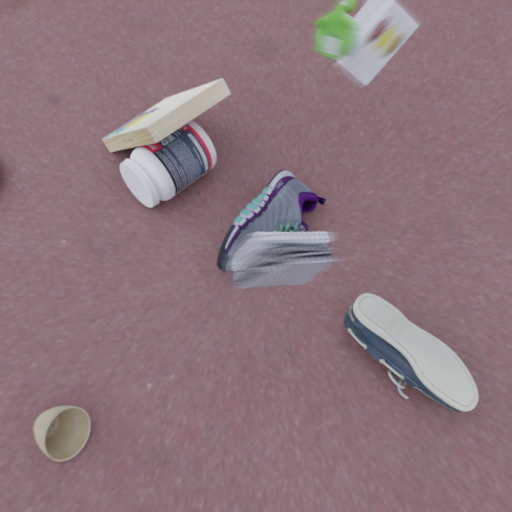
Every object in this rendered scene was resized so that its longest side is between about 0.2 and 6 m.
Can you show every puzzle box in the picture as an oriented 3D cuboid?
[{"bbox_3d":[-2.014,-2.958,12.013,1.961,0.375,2.948,-40,24,-21],"label":"puzzle box"}]

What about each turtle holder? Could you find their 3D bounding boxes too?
[{"bbox_3d":[1.405,-3.831,9.570,0.712,0.665,0.937,-11,93,37],"label":"turtle holder"}]

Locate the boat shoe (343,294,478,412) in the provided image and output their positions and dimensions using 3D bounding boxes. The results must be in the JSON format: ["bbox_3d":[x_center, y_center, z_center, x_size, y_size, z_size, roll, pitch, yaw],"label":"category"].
[{"bbox_3d":[2.632,1.791,9.840,2.628,0.812,0.984,38,49,12],"label":"boat shoe"}]

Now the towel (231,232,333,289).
[{"bbox_3d":[0.364,0.107,8.175,1.147,1.385,0.593,-1,75,-21],"label":"towel"}]

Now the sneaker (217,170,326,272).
[{"bbox_3d":[0.342,-0.590,11.278,1.198,1.018,2.736,31,62,12],"label":"sneaker"}]

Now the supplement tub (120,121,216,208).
[{"bbox_3d":[-1.858,-1.977,11.949,1.786,1.253,1.253,-40,66,-22],"label":"supplement tub"}]

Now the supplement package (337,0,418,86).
[{"bbox_3d":[2.257,-4.247,10.936,0.819,1.441,0.789,25,28,-33],"label":"supplement package"}]

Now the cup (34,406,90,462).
[{"bbox_3d":[-3.299,2.863,9.267,0.628,0.878,0.878,6,54,36],"label":"cup"}]
